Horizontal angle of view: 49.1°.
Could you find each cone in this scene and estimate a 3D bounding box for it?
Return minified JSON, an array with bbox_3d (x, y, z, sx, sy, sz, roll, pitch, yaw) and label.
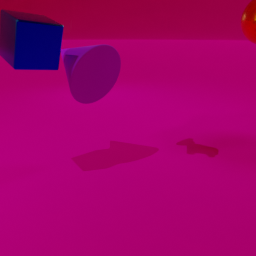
[{"bbox_3d":[-1.026,-1.350,5.742,1.256,1.256,1.260,-19,48,-43],"label":"cone"}]

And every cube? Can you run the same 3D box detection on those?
[{"bbox_3d":[-1.686,-1.506,4.842,0.794,0.794,0.794,-9,34,-40],"label":"cube"}]

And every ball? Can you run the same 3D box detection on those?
[{"bbox_3d":[3.153,-2.453,6.340,1.118,1.118,1.118,0,19,0],"label":"ball"}]
